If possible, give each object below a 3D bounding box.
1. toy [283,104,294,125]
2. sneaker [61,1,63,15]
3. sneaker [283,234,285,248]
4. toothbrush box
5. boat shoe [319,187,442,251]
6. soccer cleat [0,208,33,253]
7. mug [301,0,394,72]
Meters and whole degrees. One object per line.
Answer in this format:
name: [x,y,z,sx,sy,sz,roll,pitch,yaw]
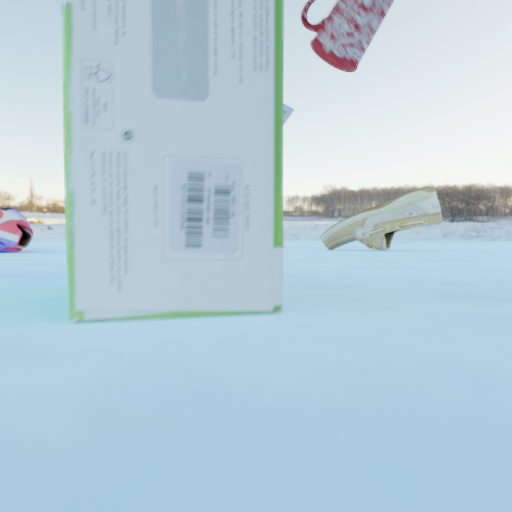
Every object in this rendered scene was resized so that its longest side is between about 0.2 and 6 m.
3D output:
toy: [-0.806,-3.159,11.890,2.873,1.654,0.678,21,35,-30]
sneaker: [-1.992,-3.179,6.709,2.173,0.729,0.976,34,64,31]
sneaker: [0.291,-0.546,16.157,0.600,0.651,1.476,1,2,36]
toothbrush box: [-0.596,-0.526,3.057,0.881,1.490,2.046,-1,2,-20]
boat shoe: [2.786,-0.591,12.673,2.895,1.001,1.067,-24,-7,34]
soccer cleat: [-5.173,-0.453,11.805,1.107,1.032,3.025,22,-4,-7]
mug: [1.234,-3.228,7.562,1.020,0.766,1.149,11,-44,-25]
